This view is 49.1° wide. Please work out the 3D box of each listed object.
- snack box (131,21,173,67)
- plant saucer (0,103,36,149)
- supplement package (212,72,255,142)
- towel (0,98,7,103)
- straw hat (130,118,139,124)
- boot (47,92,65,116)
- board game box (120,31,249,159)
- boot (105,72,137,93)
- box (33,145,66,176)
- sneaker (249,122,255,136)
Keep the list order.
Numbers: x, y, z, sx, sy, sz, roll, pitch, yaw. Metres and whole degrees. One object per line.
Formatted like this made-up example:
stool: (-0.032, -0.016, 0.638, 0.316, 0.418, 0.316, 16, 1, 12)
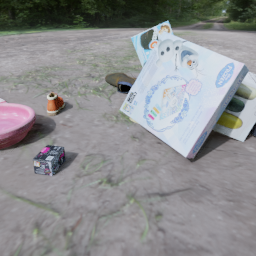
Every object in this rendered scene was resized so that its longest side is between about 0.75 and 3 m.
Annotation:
snack box: (1.303, -2.518, 10.706, 1.506, 2.593, 0.481, -21, 10, 13)
plant saucer: (-4.563, -0.027, 9.294, 2.937, 0.744, 2.937, 0, 24, 0)
supplement package: (3.046, -1.133, 9.494, 2.509, 1.904, 1.890, 21, 27, 1)
towel: (-6.417, -1.064, 12.136, 2.248, 0.336, 1.645, 24, 34, 37)
straw hat: (0.715, -0.632, 10.829, 1.350, 0.571, 1.350, 0, 25, 0)
boot: (-3.018, -1.162, 11.702, 0.580, 0.829, 1.546, -2, 23, -1)
board game box: (1.450, -1.033, 8.121, 2.785, 2.799, 0.607, 38, 13, 36)
boot: (-0.404, -2.304, 14.201, 2.187, 0.817, 1.060, 14, 26, 23)
box: (-2.123, 0.876, 7.641, 0.548, 0.476, 0.829, 7, 27, 11)
sneaker: (4.728, 0.124, 8.669, 1.144, 0.978, 2.788, -2, 25, 2)
